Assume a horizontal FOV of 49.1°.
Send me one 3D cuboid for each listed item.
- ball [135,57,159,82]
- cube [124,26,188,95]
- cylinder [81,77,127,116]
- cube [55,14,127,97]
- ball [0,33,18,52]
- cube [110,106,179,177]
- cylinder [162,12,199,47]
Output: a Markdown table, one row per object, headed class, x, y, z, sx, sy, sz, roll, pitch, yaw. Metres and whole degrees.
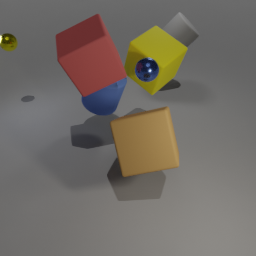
| class | x | y | z | sx | sy | sz | roll | pitch | yaw |
| --- | --- | --- | --- | --- | --- | --- | --- | --- | --- |
| ball | 0.550 | -1.681 | 8.087 | 0.700 | 0.700 | 0.700 | 0 | 32 | 0 |
| cube | 0.882 | -2.283 | 9.486 | 1.400 | 1.400 | 1.400 | 41 | 59 | 14 |
| cylinder | -0.897 | -1.417 | 10.297 | 1.400 | 1.400 | 1.400 | 12 | 45 | -13 |
| cube | -1.041 | -2.021 | 7.842 | 1.400 | 1.400 | 1.400 | -24 | 46 | 7 |
| ball | -4.761 | -3.406 | 11.146 | 0.700 | 0.700 | 0.700 | 0 | 32 | 0 |
| cube | 0.489 | 0.298 | 7.228 | 1.400 | 1.400 | 1.400 | -12 | 5 | 12 |
| cylinder | 2.302 | -4.280 | 12.884 | 1.400 | 1.400 | 1.400 | 36 | 30 | -25 |
